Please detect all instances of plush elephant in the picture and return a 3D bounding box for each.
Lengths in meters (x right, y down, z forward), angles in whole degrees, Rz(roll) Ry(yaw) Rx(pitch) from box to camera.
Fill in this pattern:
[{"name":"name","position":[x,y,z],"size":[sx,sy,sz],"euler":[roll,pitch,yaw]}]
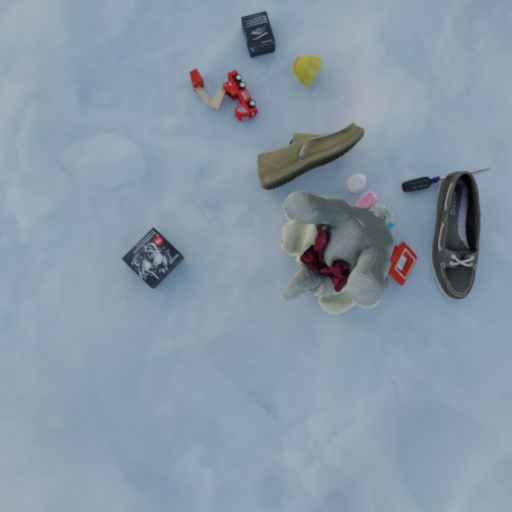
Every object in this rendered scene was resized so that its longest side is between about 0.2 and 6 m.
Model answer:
[{"name":"plush elephant","position":[1.284,0.071,10.017],"size":[2.209,2.682,2.076],"euler":[49,125,9]}]

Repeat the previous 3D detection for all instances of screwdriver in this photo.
[{"name":"screwdriver","position":[3.795,-1.598,11.180],"size":[1.886,0.263,0.274],"euler":[-18,97,-6]}]

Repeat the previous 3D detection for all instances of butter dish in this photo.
[{"name":"butter dish","position":[2.666,0.111,10.801],"size":[0.701,0.519,0.703],"euler":[39,77,-40]}]

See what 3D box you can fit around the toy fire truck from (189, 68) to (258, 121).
[{"name":"toy fire truck","position":[-0.665,-3.265,11.356],"size":[0.975,0.337,1.383],"euler":[-26,82,-4]}]

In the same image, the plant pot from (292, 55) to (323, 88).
[{"name":"plant pot","position":[0.984,-3.771,11.239],"size":[0.444,0.626,0.626],"euler":[22,82,-15]}]

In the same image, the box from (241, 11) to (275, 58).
[{"name":"box","position":[0.040,-4.550,11.521],"size":[0.558,0.393,0.754],"euler":[-14,82,-2]}]

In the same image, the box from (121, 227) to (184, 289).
[{"name":"box","position":[-1.976,0.048,10.805],"size":[0.797,0.456,0.876],"euler":[43,84,4]}]

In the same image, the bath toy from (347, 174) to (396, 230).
[{"name":"bath toy","position":[2.199,-0.997,10.964],"size":[0.563,0.478,1.295],"euler":[-33,82,16]}]

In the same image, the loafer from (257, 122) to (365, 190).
[{"name":"loafer","position":[1.019,-2.087,10.915],"size":[2.299,0.874,0.775],"euler":[-26,88,-4]}]

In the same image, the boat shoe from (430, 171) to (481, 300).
[{"name":"boat shoe","position":[3.844,-0.408,10.706],"size":[0.833,0.710,2.492],"euler":[1,84,0]}]
